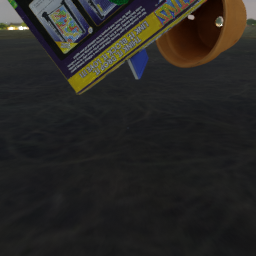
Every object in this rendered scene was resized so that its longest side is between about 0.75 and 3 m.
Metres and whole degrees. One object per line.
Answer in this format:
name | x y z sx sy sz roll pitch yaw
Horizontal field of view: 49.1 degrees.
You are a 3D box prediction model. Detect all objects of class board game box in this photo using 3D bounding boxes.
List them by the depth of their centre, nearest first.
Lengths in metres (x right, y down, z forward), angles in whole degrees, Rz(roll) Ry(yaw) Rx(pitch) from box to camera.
board game box | -0.416 -2.336 4.861 2.809 2.322 0.797 -33 10 18

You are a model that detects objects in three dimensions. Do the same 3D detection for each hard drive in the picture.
hard drive | 0.191 -2.115 7.648 0.169 1.334 0.880 6 58 27

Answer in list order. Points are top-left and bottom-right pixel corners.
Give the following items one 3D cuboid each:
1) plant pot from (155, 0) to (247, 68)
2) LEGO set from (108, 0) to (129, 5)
plant pot | 1.860 -2.610 6.882 1.488 2.126 2.126 -15 26 -38
LEGO set | 0.334 -2.385 3.230 1.807 1.389 1.047 -12 58 25
